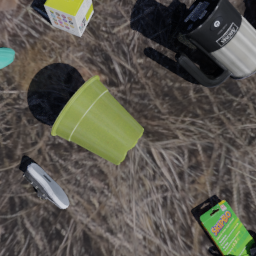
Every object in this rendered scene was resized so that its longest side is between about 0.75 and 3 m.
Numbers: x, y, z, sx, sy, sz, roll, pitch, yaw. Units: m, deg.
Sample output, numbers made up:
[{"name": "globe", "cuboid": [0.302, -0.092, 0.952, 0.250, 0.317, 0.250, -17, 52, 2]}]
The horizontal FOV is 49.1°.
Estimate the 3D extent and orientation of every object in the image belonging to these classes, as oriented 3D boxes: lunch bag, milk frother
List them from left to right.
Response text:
[{"name": "lunch bag", "cuboid": [2.589, -3.906, 10.356, 1.024, 1.232, 1.469, 38, 78, 10]}, {"name": "milk frother", "cuboid": [2.944, -3.222, 9.924, 2.700, 2.591, 2.871, 32, 39, -26]}]

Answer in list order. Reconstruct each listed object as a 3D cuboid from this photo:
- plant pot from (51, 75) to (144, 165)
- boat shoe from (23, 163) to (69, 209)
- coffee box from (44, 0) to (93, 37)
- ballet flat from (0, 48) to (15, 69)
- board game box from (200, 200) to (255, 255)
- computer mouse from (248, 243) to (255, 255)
[{"name": "plant pot", "cuboid": [-0.784, -0.043, 8.913, 2.258, 2.377, 2.377, 37, 77, -1]}, {"name": "boat shoe", "cuboid": [-2.709, 1.985, 9.064, 1.870, 0.654, 0.620, 44, 98, 6]}, {"name": "coffee box", "cuboid": [-2.162, -4.476, 10.508, 1.255, 1.243, 1.257, 23, 76, 6]}, {"name": "ballet flat", "cuboid": [-5.530, -2.438, 10.080, 2.757, 0.970, 0.928, -18, 71, -6]}, {"name": "board game box", "cuboid": [3.268, 3.481, 8.788, 1.057, 0.332, 2.212, -31, 80, -10]}, {"name": "computer mouse", "cuboid": [3.662, 3.844, 8.413, 1.639, 0.279, 0.480, -20, 76, -8]}]
